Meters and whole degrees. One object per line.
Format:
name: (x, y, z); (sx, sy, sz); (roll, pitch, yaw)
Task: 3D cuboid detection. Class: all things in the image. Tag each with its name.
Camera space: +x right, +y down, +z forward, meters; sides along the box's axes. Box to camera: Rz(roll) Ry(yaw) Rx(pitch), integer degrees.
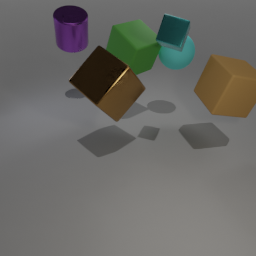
cube: (0.188, -2.957, 10.461); (1.400, 1.400, 1.400); (-28, 67, -35)
cube: (-0.591, -1.293, 8.391); (1.400, 1.400, 1.400); (41, 91, 30)
cube: (1.214, -2.522, 7.478); (0.700, 0.700, 0.700); (20, 10, 10)
cube: (3.221, -1.322, 8.927); (1.400, 1.400, 1.400); (4, 38, -21)
cylinder: (-2.384, -4.169, 11.831); (1.400, 1.400, 1.400); (4, 53, -5)
ball: (1.872, -2.963, 10.818); (1.400, 1.400, 1.400); (0, 29, 0)
